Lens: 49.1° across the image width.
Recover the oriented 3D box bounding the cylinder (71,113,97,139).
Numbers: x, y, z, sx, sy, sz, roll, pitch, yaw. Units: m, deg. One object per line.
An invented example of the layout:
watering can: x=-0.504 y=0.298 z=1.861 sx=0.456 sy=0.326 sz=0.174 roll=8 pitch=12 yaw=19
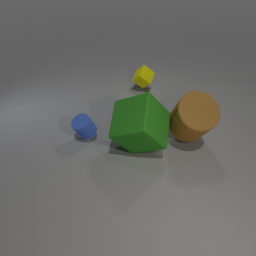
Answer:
cylinder: x=-1.578 y=-0.058 z=10.102 sx=0.700 sy=0.700 sz=0.700 roll=-11 pitch=55 yaw=16

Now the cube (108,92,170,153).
cube: x=0.407 y=-0.118 z=9.226 sx=1.400 sy=1.400 sz=1.400 roll=-11 pitch=57 yaw=35

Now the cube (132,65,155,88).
cube: x=0.756 y=-2.491 z=13.620 sx=0.700 sy=0.700 sz=0.700 roll=32 pitch=65 yaw=-20

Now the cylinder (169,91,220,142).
cylinder: x=2.196 y=-0.357 z=9.547 sx=1.400 sy=1.400 sz=1.400 roll=2 pitch=72 yaw=-6
